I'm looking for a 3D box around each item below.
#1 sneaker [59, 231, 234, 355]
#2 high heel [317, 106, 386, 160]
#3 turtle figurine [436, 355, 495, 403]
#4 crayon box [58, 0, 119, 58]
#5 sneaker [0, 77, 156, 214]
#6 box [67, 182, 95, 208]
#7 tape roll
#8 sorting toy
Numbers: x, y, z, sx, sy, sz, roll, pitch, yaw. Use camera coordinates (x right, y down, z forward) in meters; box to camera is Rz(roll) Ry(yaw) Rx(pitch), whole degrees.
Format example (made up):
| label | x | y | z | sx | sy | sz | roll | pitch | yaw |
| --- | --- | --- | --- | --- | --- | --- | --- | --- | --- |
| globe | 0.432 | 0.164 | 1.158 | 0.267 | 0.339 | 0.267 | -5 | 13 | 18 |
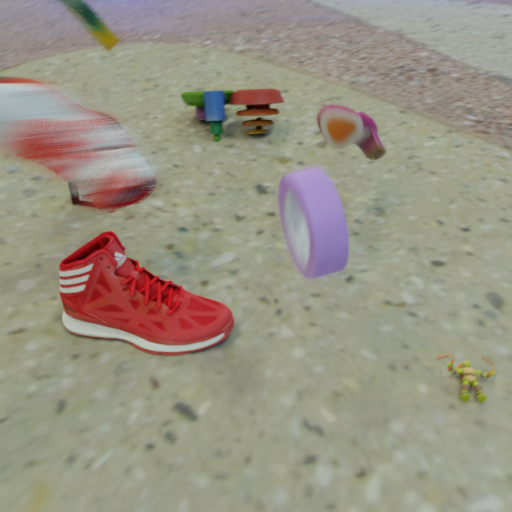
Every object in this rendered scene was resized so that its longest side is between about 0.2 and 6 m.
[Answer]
| label | x | y | z | sx | sy | sz | roll | pitch | yaw |
| --- | --- | --- | --- | --- | --- | --- | --- | --- | --- |
| sneaker | -1.727 | 0.539 | 8.465 | 2.772 | 1.601 | 1.086 | 2 | 36 | 3 |
| high heel | 1.664 | -2.555 | 10.470 | 2.241 | 0.755 | 1.075 | 7 | 50 | -47 |
| turtle figurine | 2.987 | 1.739 | 7.964 | 0.851 | 0.274 | 0.687 | 10 | 44 | -1 |
| crayon box | -2.510 | -3.556 | 8.575 | 0.253 | 0.980 | 0.616 | -46 | 60 | 0 |
| sneaker | -2.656 | -1.481 | 8.041 | 1.603 | 0.999 | 2.991 | 53 | 21 | 18 |
| box | -3.440 | -1.571 | 12.205 | 0.826 | 0.582 | 1.116 | 9 | 37 | 12 |
| tape roll | 0.617 | -0.360 | 6.248 | 0.387 | 1.180 | 1.180 | -15 | 39 | -12 |
| sorting toy | -0.725 | -3.784 | 14.968 | 3.007 | 1.234 | 1.807 | 9 | 20 | 31 |
